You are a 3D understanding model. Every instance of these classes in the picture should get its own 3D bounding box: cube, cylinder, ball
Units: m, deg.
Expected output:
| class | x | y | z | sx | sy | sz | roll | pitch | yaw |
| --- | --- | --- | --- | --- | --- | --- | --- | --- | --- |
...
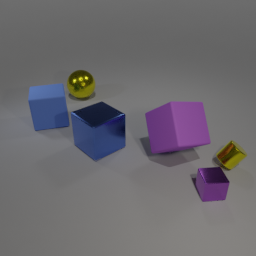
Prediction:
| class | x | y | z | sx | sy | sz | roll | pitch | yaw |
| --- | --- | --- | --- | --- | --- | --- | --- | --- | --- |
| cube | 1.601 | -0.004 | 9.167 | 1.400 | 1.400 | 1.400 | -3 | -11 | -33 |
| cylinder | 3.388 | 0.874 | 9.170 | 0.700 | 0.700 | 0.700 | 34 | 24 | -17 |
| ball | -2.297 | -2.148 | 13.767 | 1.400 | 1.400 | 1.400 | 0 | 31 | 0 |
| cube | -3.280 | -0.900 | 11.685 | 1.400 | 1.400 | 1.400 | -8 | 32 | -12 |
| cube | -1.045 | 0.069 | 10.072 | 1.400 | 1.400 | 1.400 | -24 | 39 | -34 |
| cube | 2.439 | 1.631 | 8.164 | 0.700 | 0.700 | 0.700 | -3 | 31 | -5 |
